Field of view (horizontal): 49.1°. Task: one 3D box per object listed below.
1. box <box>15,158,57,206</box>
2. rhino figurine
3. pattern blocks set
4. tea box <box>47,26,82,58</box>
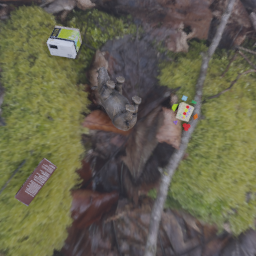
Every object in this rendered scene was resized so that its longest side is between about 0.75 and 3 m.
[{"bbox_3d":[-2.551,1.470,7.788,0.477,0.637,1.272,40,75,-12],"label":"box"},{"bbox_3d":[-0.462,-0.950,8.349,0.754,1.103,2.522,-12,50,-30],"label":"rhino figurine"},{"bbox_3d":[1.775,-0.487,8.780,0.854,0.079,0.972,33,81,1],"label":"pattern blocks set"},{"bbox_3d":[-2.085,-2.854,9.283,0.851,0.569,0.838,12,63,8],"label":"tea box"}]
